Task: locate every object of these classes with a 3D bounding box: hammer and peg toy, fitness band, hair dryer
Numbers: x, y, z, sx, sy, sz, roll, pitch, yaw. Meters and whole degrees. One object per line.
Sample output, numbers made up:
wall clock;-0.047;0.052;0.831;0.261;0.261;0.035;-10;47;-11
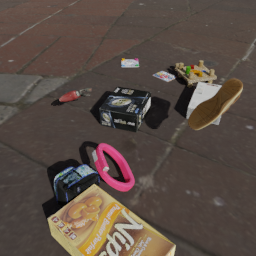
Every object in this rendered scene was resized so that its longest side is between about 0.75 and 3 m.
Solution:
hammer and peg toy;3.379;-2.985;14.476;1.645;0.789;2.236;-9;38;-12
fitness band;-0.430;1.153;8.508;1.275;0.332;1.776;28;22;-37
hair dryer;-1.954;-1.168;10.516;1.234;0.940;0.335;-12;81;-17

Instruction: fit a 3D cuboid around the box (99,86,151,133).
box;-0.061;-0.822;11.551;1.589;0.836;1.940;12;39;16

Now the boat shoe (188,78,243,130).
boat shoe;2.763;-0.631;8.747;2.025;0.729;0.730;-46;58;3

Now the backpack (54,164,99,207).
backpack;-1.480;1.636;8.059;0.900;1.121;1.224;30;42;33

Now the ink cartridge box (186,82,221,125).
ink cartridge box;3.462;-1.143;12.184;1.342;0.620;2.463;13;38;17

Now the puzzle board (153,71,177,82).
puzzle board;1.937;-2.739;14.740;0.785;0.091;1.042;-30;47;-33

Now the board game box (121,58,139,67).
board game box;0.117;-3.758;16.065;0.987;0.128;0.987;-1;36;-1

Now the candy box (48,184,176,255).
candy box;-0.454;2.732;6.858;2.781;0.769;1.605;28;45;32
